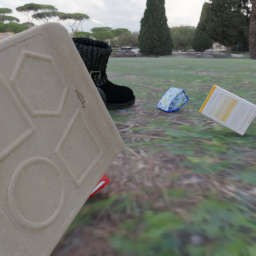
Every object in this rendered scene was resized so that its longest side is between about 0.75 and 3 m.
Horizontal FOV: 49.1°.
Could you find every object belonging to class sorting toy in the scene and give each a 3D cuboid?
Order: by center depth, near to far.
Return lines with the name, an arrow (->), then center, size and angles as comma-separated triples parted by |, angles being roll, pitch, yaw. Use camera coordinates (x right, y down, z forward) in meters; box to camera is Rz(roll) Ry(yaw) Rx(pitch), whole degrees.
sorting toy -> -1.036, 0.100, 3.094 | 0.404, 2.049, 2.214 | -9, 27, 36

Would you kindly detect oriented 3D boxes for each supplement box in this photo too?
supplement box -> 2.585, -0.478, 7.204 | 1.251, 0.788, 0.460 | 31, 19, 12

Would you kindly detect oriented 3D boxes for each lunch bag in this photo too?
lunch bag -> 1.531, -0.927, 9.802 | 0.916, 0.584, 0.779 | -40, 26, -9

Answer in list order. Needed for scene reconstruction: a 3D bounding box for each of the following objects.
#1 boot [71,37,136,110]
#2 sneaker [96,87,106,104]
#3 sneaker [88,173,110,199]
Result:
boot -> -0.811, -1.813, 9.559 | 2.942, 2.199, 1.107 | -2, 31, -33
sneaker -> -1.846, -0.248, 6.656 | 2.995, 0.899, 1.562 | -14, 21, -12
sneaker -> -0.613, 0.504, 4.419 | 0.741, 1.283, 0.503 | 30, -26, -24
